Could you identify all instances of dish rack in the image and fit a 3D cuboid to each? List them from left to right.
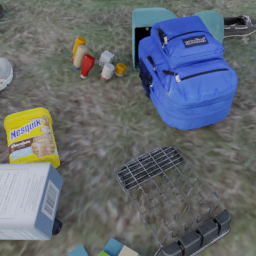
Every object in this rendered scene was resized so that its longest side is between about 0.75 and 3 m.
[{"bbox_3d":[0.904,1.529,6.097,1.808,0.643,2.357,-23,53,-19],"label":"dish rack"}]

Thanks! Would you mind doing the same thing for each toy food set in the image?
[{"bbox_3d":[-1.057,-1.999,8.943,1.885,0.848,0.900,32,42,2],"label":"toy food set"}]

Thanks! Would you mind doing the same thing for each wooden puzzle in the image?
[{"bbox_3d":[-0.056,3.137,5.053,2.788,0.196,1.654,26,56,19],"label":"wooden puzzle"}]

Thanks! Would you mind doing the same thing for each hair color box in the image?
[{"bbox_3d":[-2.801,1.488,5.692,2.647,0.802,1.310,-3,53,10],"label":"hair color box"}]

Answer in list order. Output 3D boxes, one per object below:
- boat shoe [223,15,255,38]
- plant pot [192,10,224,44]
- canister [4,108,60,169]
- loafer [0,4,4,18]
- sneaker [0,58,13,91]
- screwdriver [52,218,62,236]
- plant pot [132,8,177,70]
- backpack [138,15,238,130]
[{"bbox_3d":[3.939,-3.793,10.273,2.263,0.645,0.757,-16,53,-12],"label":"boat shoe"},{"bbox_3d":[2.580,-3.045,9.357,1.283,1.283,1.030,2,65,1],"label":"plant pot"},{"bbox_3d":[-2.390,0.350,6.977,1.172,0.683,1.578,-15,54,-12],"label":"canister"},{"bbox_3d":[-5.608,-4.293,10.592,0.788,0.766,2.159,20,54,15],"label":"loafer"},{"bbox_3d":[-4.140,-1.488,8.219,0.824,1.001,2.176,9,52,6],"label":"sneaker"},{"bbox_3d":[-2.616,1.644,6.137,2.708,0.394,0.378,21,54,15],"label":"screwdriver"},{"bbox_3d":[0.798,-3.152,9.304,1.463,1.463,2.071,-5,45,-4],"label":"plant pot"},{"bbox_3d":[1.495,-1.417,7.421,2.182,2.253,2.685,-16,56,-3],"label":"backpack"}]
